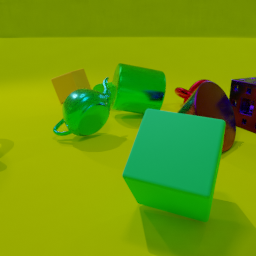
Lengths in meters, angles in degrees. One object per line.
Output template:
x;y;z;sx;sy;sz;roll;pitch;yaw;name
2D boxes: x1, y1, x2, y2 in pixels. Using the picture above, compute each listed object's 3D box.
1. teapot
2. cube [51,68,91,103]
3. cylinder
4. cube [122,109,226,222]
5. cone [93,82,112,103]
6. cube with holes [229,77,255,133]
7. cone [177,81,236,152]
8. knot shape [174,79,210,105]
-1.042;-0.494;6.936;1.972;1.226;0.966;-42;58;-8;teapot
-2.064;-1.562;10.348;0.943;0.943;0.943;-14;13;25;cube
0.270;-1.151;8.498;1.394;1.394;1.394;8;18;-12;cylinder
0.693;0.530;3.957;1.087;1.087;1.087;10;61;20;cube
-0.659;-1.407;9.939;0.918;0.918;0.921;7;42;20;cone
3.712;-0.665;7.723;1.264;1.264;1.264;-10;22;-25;cube with holes
1.467;-0.112;6.855;1.629;1.629;1.635;-20;2;-44;cone
2.217;-1.173;9.615;1.446;0.668;1.353;-30;24;-32;knot shape
